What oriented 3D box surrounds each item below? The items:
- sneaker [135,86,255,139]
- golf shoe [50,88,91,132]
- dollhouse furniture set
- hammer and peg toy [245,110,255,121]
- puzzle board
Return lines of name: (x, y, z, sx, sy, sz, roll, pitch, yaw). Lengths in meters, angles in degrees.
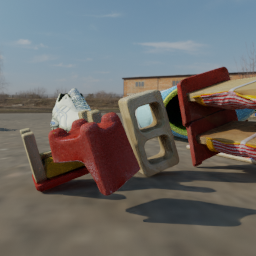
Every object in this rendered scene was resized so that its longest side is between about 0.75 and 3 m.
sneaker: (1.551, -0.313, 5.012, 2.701, 1.074, 1.763, -10, 4, -14)
golf shoe: (-1.195, -0.384, 6.185, 0.825, 1.025, 2.108, 0, 4, -36)
dollhouse furniture set: (0.371, 0.120, 1.895, 1.938, 0.788, 1.043, -20, 11, -20)
hammer and peg toy: (3.380, -0.282, 7.983, 1.225, 0.587, 1.665, 3, 5, 23)
puzzle board: (1.499, 0.248, 3.241, 1.034, 0.119, 1.372, -1, 3, -22)
